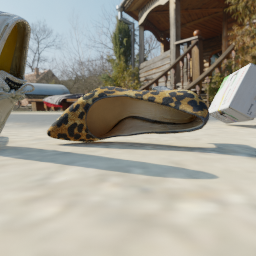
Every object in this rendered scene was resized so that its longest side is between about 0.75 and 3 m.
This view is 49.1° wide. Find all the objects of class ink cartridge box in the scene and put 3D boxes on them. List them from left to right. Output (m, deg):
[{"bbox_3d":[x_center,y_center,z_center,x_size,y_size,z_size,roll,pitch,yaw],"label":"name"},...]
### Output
[{"bbox_3d":[3.054,-0.875,7.783,0.755,1.302,1.798,28,-2,0],"label":"ink cartridge box"}]

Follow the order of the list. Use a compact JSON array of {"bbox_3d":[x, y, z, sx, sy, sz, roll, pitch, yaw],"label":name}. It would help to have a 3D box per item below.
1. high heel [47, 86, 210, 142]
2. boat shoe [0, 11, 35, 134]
[{"bbox_3d":[-0.050,-0.098,3.656,2.035,0.727,1.451,-19,23,-11],"label":"high heel"},{"bbox_3d":[-1.510,-0.559,3.486,0.717,1.683,0.622,19,6,28],"label":"boat shoe"}]
